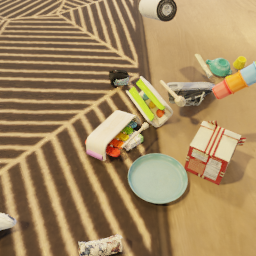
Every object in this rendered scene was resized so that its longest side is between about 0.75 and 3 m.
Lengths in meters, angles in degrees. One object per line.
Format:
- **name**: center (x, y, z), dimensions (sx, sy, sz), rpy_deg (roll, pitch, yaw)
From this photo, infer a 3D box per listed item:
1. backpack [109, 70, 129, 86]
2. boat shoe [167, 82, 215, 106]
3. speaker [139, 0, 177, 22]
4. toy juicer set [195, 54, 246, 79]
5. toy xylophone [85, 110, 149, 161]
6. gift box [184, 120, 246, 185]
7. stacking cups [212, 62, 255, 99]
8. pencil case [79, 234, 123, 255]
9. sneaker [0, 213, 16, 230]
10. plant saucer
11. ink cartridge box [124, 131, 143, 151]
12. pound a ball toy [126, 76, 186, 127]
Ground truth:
- **backpack**: center (-0.415, -2.407, 13.513), dimensions (0.941, 0.596, 0.785), rpy_deg (-9, 58, -9)
- **boat shoe**: center (2.805, -1.469, 12.197), dimensions (1.095, 1.013, 2.965), rpy_deg (5, 10, 41)
- **speaker**: center (1.119, -4.711, 11.034), dimensions (0.849, 0.849, 2.091), rpy_deg (-12, 28, -11)
- **toy juicer set**: center (4.638, -2.813, 13.943), dimensions (2.645, 0.720, 1.682), rpy_deg (2, 62, -4)
- **toy xylophone**: center (-0.391, 0.231, 10.717), dimensions (1.897, 0.651, 2.591), rpy_deg (25, 51, 37)
- **gift box**: center (3.007, 0.740, 9.697), dimensions (1.564, 1.695, 1.583), rpy_deg (26, 50, 17)
- **stacking cups**: center (3.717, -1.661, 8.490), dimensions (2.396, 0.725, 0.725), rpy_deg (-26, 37, 29)
- **pencil case**: center (-0.758, 3.339, 7.879), dimensions (1.249, 0.558, 0.486), rpy_deg (-9, 38, -10)
- **sneaker**: center (-4.130, 3.100, 8.048), dimensions (1.669, 0.666, 1.086), rpy_deg (-1, 47, -1)
- **plant saucer**: center (1.011, 1.742, 9.656), dimensions (2.032, 0.278, 2.032), rpy_deg (0, 46, 0)
- **ink cartridge box**: center (0.149, 0.491, 10.886), dimensions (0.792, 0.266, 0.464), rpy_deg (-31, 53, -27)
- **pound a ball toy**: center (1.241, -1.194, 11.762), dimensions (1.634, 1.065, 2.506), rpy_deg (-45, 50, 13)
